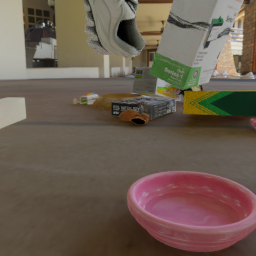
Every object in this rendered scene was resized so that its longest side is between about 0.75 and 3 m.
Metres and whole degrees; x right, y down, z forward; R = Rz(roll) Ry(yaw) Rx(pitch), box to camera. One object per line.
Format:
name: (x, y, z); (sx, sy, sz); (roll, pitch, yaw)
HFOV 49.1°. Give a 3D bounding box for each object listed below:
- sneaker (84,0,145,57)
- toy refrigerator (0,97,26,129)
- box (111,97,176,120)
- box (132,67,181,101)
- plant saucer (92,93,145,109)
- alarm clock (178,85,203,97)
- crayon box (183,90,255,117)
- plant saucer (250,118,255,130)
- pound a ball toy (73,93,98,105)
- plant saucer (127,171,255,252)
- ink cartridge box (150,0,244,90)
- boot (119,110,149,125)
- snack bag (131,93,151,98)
sneaker: (-0.417, -2.504, 4.889); (1.109, 2.952, 1.196); (-42, 50, -15)
toy refrigerator: (-4.208, -0.517, 9.291); (0.729, 0.791, 2.085); (1, 13, 5)
box: (0.686, -0.831, 11.212); (1.769, 0.558, 2.244); (7, 15, 30)
box: (1.644, -2.284, 14.810); (1.490, 1.343, 2.649); (10, 3, 37)
plant saucer: (-0.338, -1.365, 13.765); (2.890, 0.512, 2.890); (0, 13, 0)
alarm clock: (3.392, -2.238, 14.942); (0.799, 1.618, 2.399); (-24, 8, 39)
crayon box: (3.540, -0.908, 10.239); (2.553, 0.863, 2.960); (2, 6, 21)
plant saucer: (4.326, -0.076, 8.309); (1.300, 0.330, 1.300); (0, 12, 0)
pound a ball toy: (-2.178, -1.528, 14.496); (0.791, 0.515, 1.213); (6, 14, 26)
plant saucer: (0.768, 0.980, 3.435); (1.569, 0.398, 1.569); (1, 12, 0)
ink cartridge box: (2.005, -2.742, 7.975); (1.216, 2.885, 2.107); (32, 31, 25)
boot: (0.164, -0.301, 9.427); (1.078, 0.413, 0.837); (9, 18, 9)
snack bag: (0.501, -1.807, 16.408); (2.213, 0.237, 2.087); (10, 16, 39)
